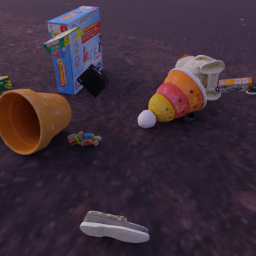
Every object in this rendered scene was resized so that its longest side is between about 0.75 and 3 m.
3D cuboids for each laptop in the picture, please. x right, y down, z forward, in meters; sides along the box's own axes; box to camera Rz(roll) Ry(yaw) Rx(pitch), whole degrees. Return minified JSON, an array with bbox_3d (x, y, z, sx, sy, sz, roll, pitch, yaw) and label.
[{"bbox_3d":[-1.077,-1.506,8.824,0.801,0.467,0.904,44,22,-14],"label":"laptop"}]

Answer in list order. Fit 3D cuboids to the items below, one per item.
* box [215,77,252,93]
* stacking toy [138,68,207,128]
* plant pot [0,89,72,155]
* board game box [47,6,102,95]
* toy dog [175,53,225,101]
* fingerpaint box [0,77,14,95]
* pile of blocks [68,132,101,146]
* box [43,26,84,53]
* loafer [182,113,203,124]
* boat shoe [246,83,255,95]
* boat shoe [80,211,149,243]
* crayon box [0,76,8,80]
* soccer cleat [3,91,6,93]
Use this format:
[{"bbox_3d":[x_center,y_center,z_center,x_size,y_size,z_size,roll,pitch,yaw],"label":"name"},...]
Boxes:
[{"bbox_3d":[2.884,-1.173,7.728,0.920,0.548,0.191,-1,75,16],"label":"box"},{"bbox_3d":[1.295,-0.738,9.405,2.348,1.715,1.715,-39,47,-16],"label":"stacking toy"},{"bbox_3d":[-2.644,-0.319,8.362,1.819,1.819,1.665,18,22,24],"label":"plant pot"},{"bbox_3d":[-2.013,-3.238,11.477,0.789,2.766,2.825,11,36,16],"label":"board game box"},{"bbox_3d":[2.583,-2.111,11.182,2.144,1.543,2.211,-11,29,3],"label":"toy dog"},{"bbox_3d":[-5.114,-1.366,10.324,1.440,0.528,1.201,0,25,47],"label":"fingerpaint box"},{"bbox_3d":[-1.300,0.355,8.372,0.994,0.408,0.309,-3,35,-5],"label":"pile of blocks"},{"bbox_3d":[-1.651,-2.353,7.363,0.655,0.270,1.117,-9,29,28],"label":"box"},{"bbox_3d":[2.225,-0.381,9.525,0.855,0.300,0.290,-19,39,-25],"label":"loafer"},{"bbox_3d":[5.324,-1.667,11.320,1.229,0.371,0.454,-12,36,-17],"label":"boat shoe"},{"bbox_3d":[-0.255,2.034,5.843,1.459,0.521,0.436,5,40,13],"label":"boat shoe"},{"bbox_3d":[-5.518,-1.846,11.665,0.938,0.273,0.809,-7,34,-10],"label":"crayon box"},{"bbox_3d":[-4.572,-0.608,9.567,0.822,0.920,2.371,-28,3,31],"label":"soccer cleat"}]
